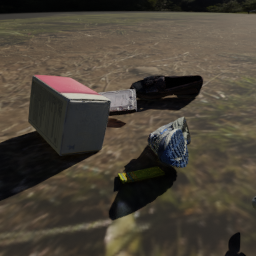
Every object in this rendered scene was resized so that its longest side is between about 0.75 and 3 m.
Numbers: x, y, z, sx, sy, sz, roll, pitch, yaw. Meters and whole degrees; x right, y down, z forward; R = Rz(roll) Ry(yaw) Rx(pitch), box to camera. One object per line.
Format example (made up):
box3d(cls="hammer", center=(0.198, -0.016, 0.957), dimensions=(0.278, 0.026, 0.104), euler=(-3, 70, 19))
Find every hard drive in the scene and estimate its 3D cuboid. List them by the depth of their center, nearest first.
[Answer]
box3d(cls="hard drive", center=(-0.399, -0.834, 9.270), dimensions=(1.356, 0.256, 0.947), euler=(-4, 52, 5))

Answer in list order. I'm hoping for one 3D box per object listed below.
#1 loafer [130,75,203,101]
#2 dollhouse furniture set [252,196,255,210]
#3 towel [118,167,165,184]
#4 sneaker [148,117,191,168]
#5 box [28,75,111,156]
box3d(cls="loafer", center=(1.465, -1.665, 10.532), dimensions=(2.777, 0.875, 0.998), euler=(-2, 59, -9))
box3d(cls="dollhouse furniture set", center=(2.507, 1.442, 3.663), dimensions=(2.069, 2.309, 2.915), euler=(1, 33, 34))
box3d(cls="towel", center=(0.296, 1.047, 6.400), dimensions=(1.015, 0.092, 0.437), euler=(-9, 18, -16))
box3d(cls="sneaker", center=(0.953, 0.432, 6.932), dimensions=(0.978, 0.884, 2.295), euler=(-15, 9, 21))
box3d(cls="box", center=(-1.679, -0.437, 7.618), dimensions=(1.247, 1.463, 2.288), euler=(-3, 25, -39))
